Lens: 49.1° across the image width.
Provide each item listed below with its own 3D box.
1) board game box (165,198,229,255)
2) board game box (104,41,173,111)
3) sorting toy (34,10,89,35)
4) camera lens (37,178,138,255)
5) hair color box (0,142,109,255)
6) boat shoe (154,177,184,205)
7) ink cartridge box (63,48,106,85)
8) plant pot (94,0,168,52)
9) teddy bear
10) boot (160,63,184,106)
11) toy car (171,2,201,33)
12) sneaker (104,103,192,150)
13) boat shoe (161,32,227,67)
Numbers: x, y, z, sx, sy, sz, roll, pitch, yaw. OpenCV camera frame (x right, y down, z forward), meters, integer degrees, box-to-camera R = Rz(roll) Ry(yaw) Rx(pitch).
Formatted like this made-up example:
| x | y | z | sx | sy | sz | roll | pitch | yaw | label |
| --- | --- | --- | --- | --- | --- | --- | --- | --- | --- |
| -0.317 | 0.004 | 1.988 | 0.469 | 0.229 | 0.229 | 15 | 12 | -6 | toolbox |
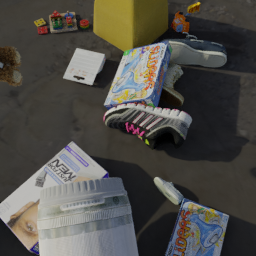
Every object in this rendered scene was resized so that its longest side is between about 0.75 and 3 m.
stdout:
| x | y | z | sx | sy | sz | roll | pitch | yaw | label |
| --- | --- | --- | --- | --- | --- | --- | --- | --- | --- |
| 1.902 | 3.171 | 7.860 | 1.371 | 0.349 | 2.026 | 19 | 60 | 12 | board game box |
| 0.432 | -1.919 | 10.434 | 1.961 | 0.499 | 2.897 | -4 | 53 | 31 | board game box |
| -3.091 | -4.966 | 12.870 | 2.486 | 0.420 | 1.198 | -10 | 59 | -6 | sorting toy |
| -0.909 | 2.697 | 6.509 | 2.204 | 2.204 | 2.755 | -8 | 76 | -5 | camera lens |
| -2.127 | 1.973 | 8.274 | 1.597 | 0.947 | 2.922 | 38 | 67 | 20 | hair color box |
| 1.272 | 1.890 | 8.693 | 0.376 | 0.369 | 1.057 | -31 | 64 | -34 | boat shoe |
| -1.736 | -2.433 | 11.395 | 1.277 | 0.395 | 1.575 | 15 | 68 | 8 | ink cartridge box |
| 0.146 | -5.137 | 11.708 | 2.504 | 2.579 | 2.521 | 36 | 64 | 20 | plant pot |
| -3.528 | -1.576 | 6.650 | 2.122 | 0.708 | 1.538 | -19 | 97 | -45 | teddy bear |
| 1.679 | -1.729 | 10.691 | 1.449 | 0.675 | 1.874 | -40 | 59 | -22 | boot |
| 2.316 | -4.852 | 11.988 | 0.696 | 2.092 | 1.026 | -23 | 79 | -7 | toy car |
| 0.591 | 0.037 | 9.363 | 2.994 | 1.104 | 1.309 | 6 | 63 | 7 | sneaker |
| 2.625 | -3.221 | 11.412 | 2.830 | 1.060 | 0.875 | 8 | 60 | 3 | boat shoe |
